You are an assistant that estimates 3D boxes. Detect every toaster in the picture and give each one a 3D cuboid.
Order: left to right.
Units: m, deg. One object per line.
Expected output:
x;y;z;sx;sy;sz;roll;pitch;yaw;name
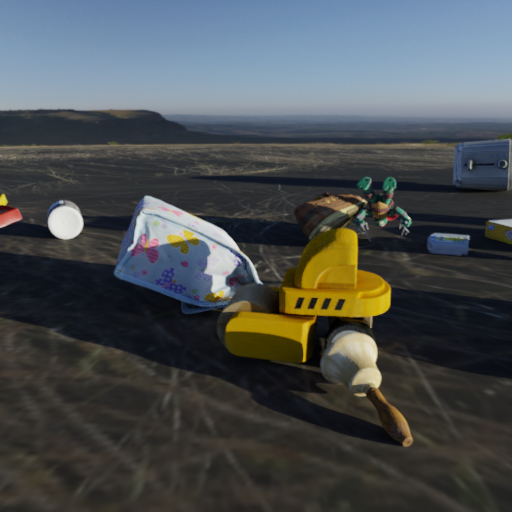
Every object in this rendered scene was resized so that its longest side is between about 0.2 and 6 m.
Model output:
7.439;-2.944;18.235;1.845;1.623;2.857;4;9;22;toaster

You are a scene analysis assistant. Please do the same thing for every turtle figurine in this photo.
2.375;-0.882;10.792;1.066;1.424;0.717;-10;46;10;turtle figurine

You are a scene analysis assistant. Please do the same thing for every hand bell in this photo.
0.972;1.140;4.543;0.546;0.546;1.049;-4;27;-17;hand bell

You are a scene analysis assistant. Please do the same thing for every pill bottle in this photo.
-3.943;-0.781;11.525;0.672;0.672;1.264;-5;15;-19;pill bottle

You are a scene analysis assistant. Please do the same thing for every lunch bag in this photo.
-0.859;0.052;7.273;1.742;1.107;1.477;21;8;-15;lunch bag

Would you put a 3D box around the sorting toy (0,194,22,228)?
-4.159;0.470;5.491;4.079;0.690;1.967;-31;25;-32;sorting toy

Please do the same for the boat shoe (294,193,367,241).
1.497;-0.908;11.094;0.816;0.870;2.418;45;30;11;boat shoe

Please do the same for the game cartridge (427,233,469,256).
3.527;-0.226;10.307;0.723;0.219;1.084;1;13;21;game cartridge

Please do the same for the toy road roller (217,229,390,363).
0.494;0.364;5.727;1.704;1.244;1.047;2;14;9;toy road roller

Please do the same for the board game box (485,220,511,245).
5.455;-0.397;10.662;1.280;0.337;1.673;-5;15;-18;board game box
